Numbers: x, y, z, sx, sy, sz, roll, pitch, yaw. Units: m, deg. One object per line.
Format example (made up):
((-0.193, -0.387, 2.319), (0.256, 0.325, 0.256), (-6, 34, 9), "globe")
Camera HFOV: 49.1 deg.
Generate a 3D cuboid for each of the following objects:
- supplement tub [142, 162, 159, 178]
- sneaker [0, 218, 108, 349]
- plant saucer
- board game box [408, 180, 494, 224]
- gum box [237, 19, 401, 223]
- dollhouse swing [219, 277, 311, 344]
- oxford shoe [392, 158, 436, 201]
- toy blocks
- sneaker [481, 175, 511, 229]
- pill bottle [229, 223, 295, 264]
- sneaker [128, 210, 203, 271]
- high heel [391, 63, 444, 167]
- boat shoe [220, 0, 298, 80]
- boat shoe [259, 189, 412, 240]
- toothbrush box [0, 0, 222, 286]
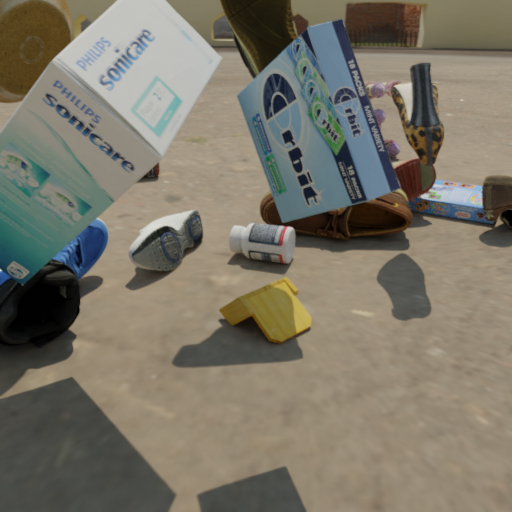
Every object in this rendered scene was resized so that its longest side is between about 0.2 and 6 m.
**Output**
((-2.942, -2.165, 13.386), (1.187, 0.635, 0.635), (-8, 26, -15), "supplement tub")
((-2.613, 0.296, 7.442), (1.493, 1.030, 2.683), (8, 29, 31), "sneaker")
((-2.697, -2.457, 6.541), (0.275, 1.556, 1.556), (34, 37, 20), "plant saucer")
((4.013, -1.178, 11.543), (1.883, 0.345, 1.425), (12, 28, 27), "board game box")
((0.421, -0.970, 4.539), (0.330, 1.257, 1.480), (-22, 6, -21), "gum box")
((0.154, 0.807, 7.445), (0.866, 0.761, 0.787), (-21, -9, -38), "dollhouse swing")
((2.124, -1.217, 11.006), (2.685, 0.950, 0.991), (-15, 10, -8), "oxford shoe")
((2.848, -3.565, 14.723), (2.196, 2.052, 1.848), (-2, 19, -12), "toy blocks")
((4.975, -0.885, 10.568), (2.258, 0.853, 0.795), (11, 0, -32), "sneaker")
((0.095, -0.226, 9.173), (0.994, 0.595, 0.595), (8, 26, 16), "pill bottle")
((-1.584, -0.227, 9.255), (0.860, 0.735, 1.974), (-3, 15, 20), "sneaker")
((2.520, -2.011, 8.707), (0.715, 1.427, 2.002), (-5, 1, 13), "high heel")
((0.105, -2.827, 7.288), (0.937, 2.559, 0.829), (-19, -2, -8), "boat shoe")
((1.428, -0.793, 9.948), (2.721, 0.979, 0.919), (0, 30, -1), "boat shoe")
((-1.599, -1.060, 5.078), (2.374, 1.012, 1.738), (-33, 26, 37), "toothbrush box")
